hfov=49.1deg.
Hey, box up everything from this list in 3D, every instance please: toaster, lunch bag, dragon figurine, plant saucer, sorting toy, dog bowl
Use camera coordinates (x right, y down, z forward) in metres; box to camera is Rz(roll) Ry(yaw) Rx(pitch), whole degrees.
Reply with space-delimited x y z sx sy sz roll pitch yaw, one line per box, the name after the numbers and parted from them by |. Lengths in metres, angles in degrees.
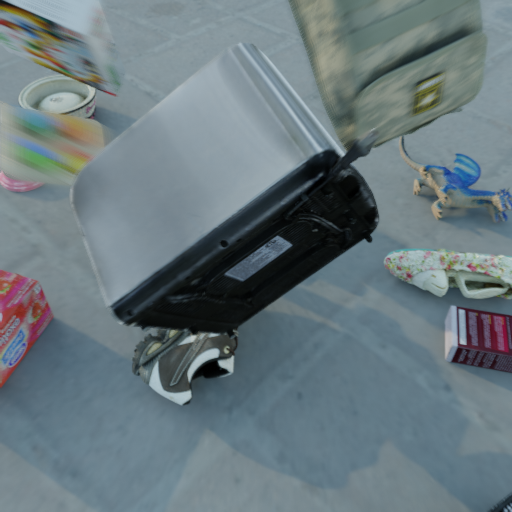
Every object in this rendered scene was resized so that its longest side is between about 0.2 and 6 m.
-0.129 -0.578 6.682 3.206 2.899 1.903 -36 71 12 | toaster
2.338 -3.580 9.517 2.631 3.208 1.886 -26 20 -8 | lunch bag
3.930 -1.513 11.194 1.314 0.778 2.642 -17 50 -15 | dragon figurine
-4.877 -1.781 11.794 1.057 0.268 1.057 0 46 0 | plant saucer
-3.343 -1.859 9.402 1.716 0.313 1.588 7 53 -32 | sorting toy
-4.594 -3.542 13.179 1.759 0.648 1.759 0 48 0 | dog bowl

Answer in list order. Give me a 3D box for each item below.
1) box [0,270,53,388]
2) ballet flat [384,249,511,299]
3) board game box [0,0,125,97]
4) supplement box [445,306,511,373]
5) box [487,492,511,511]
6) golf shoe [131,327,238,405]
-4.080 1.227 8.512 0.915 0.955 1.916 15 49 13 | box
3.371 0.330 9.465 2.350 0.889 0.751 2 58 5 | ballet flat
-3.733 -4.022 9.954 2.373 3.759 0.651 22 89 -7 | board game box
3.771 1.336 8.745 1.522 0.463 0.828 9 47 10 | supplement box
2.878 4.514 5.579 3.144 0.773 3.256 -26 52 -19 | box
-0.618 1.218 8.664 1.242 1.022 2.629 42 62 14 | golf shoe
